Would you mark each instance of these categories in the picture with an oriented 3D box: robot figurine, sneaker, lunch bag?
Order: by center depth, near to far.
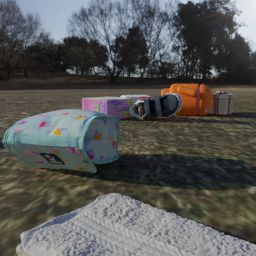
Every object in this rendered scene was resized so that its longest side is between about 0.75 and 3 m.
[{"bbox_3d":[-1.140,0.211,5.312,1.579,1.130,1.853,4,5,16],"label":"lunch bag"},{"bbox_3d":[1.063,-0.804,11.429,0.962,0.951,2.424,-8,-4,-41],"label":"sneaker"},{"bbox_3d":[2.859,-1.343,13.218,2.571,1.850,1.499,3,38,14],"label":"robot figurine"}]

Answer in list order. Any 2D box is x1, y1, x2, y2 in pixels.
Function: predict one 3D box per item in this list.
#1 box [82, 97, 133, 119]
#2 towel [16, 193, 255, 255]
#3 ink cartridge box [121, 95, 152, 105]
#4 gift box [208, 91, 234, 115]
[{"bbox_3d":[-0.908,-0.918,12.570,1.560,0.857,1.773,-10,13,-43],"label":"box"},{"bbox_3d":[0.117,1.092,2.407,2.082,0.359,1.380,8,13,39],"label":"towel"},{"bbox_3d":[0.449,-1.279,14.648,1.479,0.858,2.004,-1,8,-6],"label":"ink cartridge box"},{"bbox_3d":[4.460,-1.273,13.858,1.199,1.120,1.107,9,13,37],"label":"gift box"}]
